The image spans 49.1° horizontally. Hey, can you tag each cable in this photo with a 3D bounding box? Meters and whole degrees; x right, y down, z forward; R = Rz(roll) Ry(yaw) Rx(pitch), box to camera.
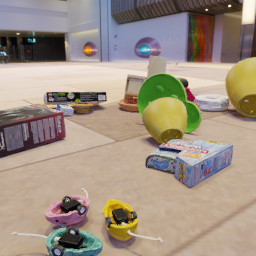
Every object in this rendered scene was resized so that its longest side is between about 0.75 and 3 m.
[{"bbox_3d":[3.857,-1.182,12.963,1.604,0.555,1.604,5,17,16],"label":"cable"}]

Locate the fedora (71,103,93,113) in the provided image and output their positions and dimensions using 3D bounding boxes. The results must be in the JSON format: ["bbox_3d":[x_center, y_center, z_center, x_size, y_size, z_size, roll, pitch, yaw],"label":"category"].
[{"bbox_3d":[-1.984,-0.867,12.168,1.008,0.411,1.008,2,8,0],"label":"fedora"}]

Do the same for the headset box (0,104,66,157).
[{"bbox_3d":[-3.210,-0.047,8.537,1.769,0.918,2.377,15,24,41],"label":"headset box"}]

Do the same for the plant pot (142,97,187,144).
[{"bbox_3d":[1.163,-0.061,8.299,1.376,1.376,0.976,-2,44,-6],"label":"plant pot"}]

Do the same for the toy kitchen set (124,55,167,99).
[{"bbox_3d":[1.111,-2.365,14.025,2.370,1.933,2.138,8,-1,-3],"label":"toy kitchen set"}]

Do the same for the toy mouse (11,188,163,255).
[{"bbox_3d":[-0.779,1.515,4.208,1.787,0.389,2.011,-8,18,-26],"label":"toy mouse"}]

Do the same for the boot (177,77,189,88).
[{"bbox_3d":[2.867,-1.844,14.765,2.705,1.048,1.871,-30,36,-35],"label":"boot"}]

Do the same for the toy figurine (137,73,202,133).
[{"bbox_3d":[2.023,-0.862,10.554,2.572,1.931,2.367,36,23,27],"label":"toy figurine"}]

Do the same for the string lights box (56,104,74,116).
[{"bbox_3d":[-2.699,-0.785,11.929,0.517,0.297,1.007,6,12,-27],"label":"string lights box"}]

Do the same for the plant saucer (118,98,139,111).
[{"bbox_3d":[0.464,-1.089,13.021,1.847,0.346,1.847,0,17,0],"label":"plant saucer"}]

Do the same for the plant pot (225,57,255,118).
[{"bbox_3d":[5.143,-1.409,11.411,2.357,2.357,1.673,6,45,19],"label":"plant pot"}]

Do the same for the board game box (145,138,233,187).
[{"bbox_3d":[1.375,0.715,6.630,1.752,0.540,1.751,10,19,30],"label":"board game box"}]

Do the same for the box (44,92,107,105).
[{"bbox_3d":[-2.443,-1.353,12.837,2.645,0.459,1.456,-3,1,-22],"label":"box"}]

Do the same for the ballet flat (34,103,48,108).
[{"bbox_3d":[-3.982,-0.802,11.815,0.476,0.476,1.347,11,19,32],"label":"ballet flat"}]
